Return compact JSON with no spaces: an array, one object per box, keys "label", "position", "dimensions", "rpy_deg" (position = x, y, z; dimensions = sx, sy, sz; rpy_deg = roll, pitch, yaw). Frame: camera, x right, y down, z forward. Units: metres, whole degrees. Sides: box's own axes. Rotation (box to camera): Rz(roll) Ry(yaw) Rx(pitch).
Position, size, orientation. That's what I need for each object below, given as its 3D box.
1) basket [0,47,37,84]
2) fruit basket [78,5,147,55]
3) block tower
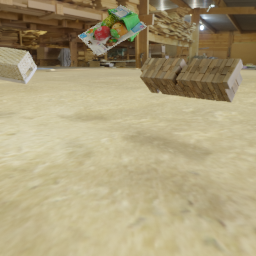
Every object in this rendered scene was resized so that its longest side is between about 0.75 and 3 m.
[{"label":"basket","position":[-4.302,-2.338,10.385],"dimensions":[1.405,0.866,0.952],"rpy_deg":[11,55,12]},{"label":"fruit basket","position":[-0.615,-3.404,9.659],"dimensions":[1.956,0.917,1.811],"rpy_deg":[-29,48,-12]},{"label":"block tower","position":[1.469,-1.230,6.917],"dimensions":[2.610,0.705,0.754],"rpy_deg":[14,-24,45]}]
